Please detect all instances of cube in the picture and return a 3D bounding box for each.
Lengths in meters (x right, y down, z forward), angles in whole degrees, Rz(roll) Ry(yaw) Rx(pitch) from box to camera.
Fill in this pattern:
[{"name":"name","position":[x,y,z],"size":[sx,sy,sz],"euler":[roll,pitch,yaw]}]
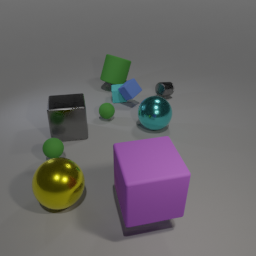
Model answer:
[{"name":"cube","position":[-0.442,-1.729,13.999],"size":[0.700,0.700,0.700],"euler":[-5,33,-1]},{"name":"cube","position":[0.094,-1.815,13.227],"size":[0.700,0.700,0.700],"euler":[-44,17,-22]},{"name":"cube","position":[0.473,1.214,6.547],"size":[1.400,1.400,1.400],"euler":[-7,35,-11]},{"name":"cube","position":[-2.363,-0.429,11.059],"size":[1.400,1.400,1.400],"euler":[-6,30,-10]}]

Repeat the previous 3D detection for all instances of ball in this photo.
[{"name":"ball","position":[1.092,-0.605,11.356],"size":[1.400,1.400,1.400],"euler":[0,29,0]},{"name":"ball","position":[-1.883,1.500,7.634],"size":[1.400,1.400,1.400],"euler":[0,29,0]},{"name":"ball","position":[-0.921,-0.749,12.164],"size":[0.700,0.700,0.700],"euler":[0,29,0]},{"name":"ball","position":[-2.513,0.679,9.420],"size":[0.700,0.700,0.700],"euler":[0,29,0]}]

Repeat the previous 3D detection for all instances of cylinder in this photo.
[{"name":"cylinder","position":[-0.669,-3.134,15.181],"size":[1.400,1.400,1.400],"euler":[15,14,-4]},{"name":"cylinder","position":[1.851,-1.972,14.143],"size":[0.700,0.700,0.700],"euler":[-10,30,-37]}]
